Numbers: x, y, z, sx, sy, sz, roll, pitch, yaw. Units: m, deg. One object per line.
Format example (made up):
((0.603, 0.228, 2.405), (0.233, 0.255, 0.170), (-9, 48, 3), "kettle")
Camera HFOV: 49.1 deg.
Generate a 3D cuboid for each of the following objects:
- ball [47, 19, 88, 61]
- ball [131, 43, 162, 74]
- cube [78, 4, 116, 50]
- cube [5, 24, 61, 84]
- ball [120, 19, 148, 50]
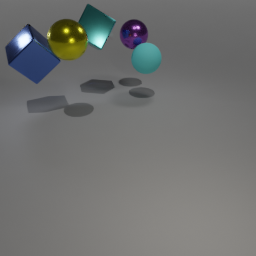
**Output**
((-2.099, -3.063, 9.778), (1.400, 1.400, 1.400), (0, 29, 0), "ball")
((0.848, -3.211, 12.969), (1.400, 1.400, 1.400), (0, 29, 0), "ball")
((-1.553, -4.481, 12.612), (1.400, 1.400, 1.400), (26, 8, -17), "cube")
((-3.765, -2.907, 11.061), (1.400, 1.400, 1.400), (-40, 48, 11), "cube")
((0.286, -4.547, 13.637), (1.400, 1.400, 1.400), (0, 29, 0), "ball")
